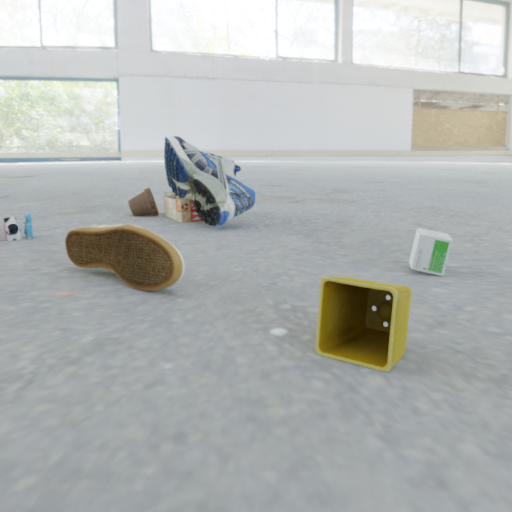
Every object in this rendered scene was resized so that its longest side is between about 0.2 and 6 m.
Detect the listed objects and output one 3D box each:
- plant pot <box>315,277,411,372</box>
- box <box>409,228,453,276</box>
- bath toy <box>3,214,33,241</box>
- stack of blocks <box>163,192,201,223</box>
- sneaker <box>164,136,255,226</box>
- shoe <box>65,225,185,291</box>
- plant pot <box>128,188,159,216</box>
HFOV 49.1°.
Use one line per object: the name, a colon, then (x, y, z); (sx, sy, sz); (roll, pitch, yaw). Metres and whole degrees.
plant pot: (1.195, 0.634, 5.827); (0.824, 0.818, 0.842); (9, 9, 34)
box: (2.849, -0.071, 9.172); (0.533, 0.620, 0.623); (12, 13, 10)
bath toy: (-5.558, -0.587, 11.942); (1.483, 0.548, 0.645); (-9, 15, -33)
stack of blocks: (-1.943, -1.392, 15.405); (1.110, 0.564, 1.927); (-10, 17, -28)
sneaker: (-1.239, -2.007, 14.349); (1.488, 1.346, 3.494); (-18, 48, -28)
shoe: (-1.953, -0.084, 8.662); (2.655, 0.928, 0.709); (12, 17, 39)
plant pot: (-3.154, -1.414, 15.550); (0.697, 0.799, 0.799); (-20, 15, -7)
